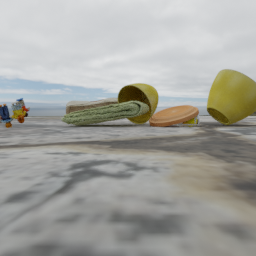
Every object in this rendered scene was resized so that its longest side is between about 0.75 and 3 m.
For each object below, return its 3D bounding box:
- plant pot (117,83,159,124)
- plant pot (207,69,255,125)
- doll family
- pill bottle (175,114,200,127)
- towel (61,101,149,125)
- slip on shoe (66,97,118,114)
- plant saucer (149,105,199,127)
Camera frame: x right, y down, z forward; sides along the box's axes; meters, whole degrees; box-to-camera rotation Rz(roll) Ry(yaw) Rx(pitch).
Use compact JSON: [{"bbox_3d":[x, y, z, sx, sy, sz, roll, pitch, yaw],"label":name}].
[{"bbox_3d":[0.598,-1.170,11.650,1.708,1.708,1.212,3,27,41],"label":"plant pot"},{"bbox_3d":[3.843,-0.981,10.583,2.049,1.454,2.049,39,-7,6],"label":"plant pot"},{"bbox_3d":[-2.572,-0.284,6.127,0.852,0.529,0.384,-15,26,-12],"label":"doll family"},{"bbox_3d":[2.016,-0.276,9.677,0.836,0.457,0.457,0,3,-6],"label":"pill bottle"},{"bbox_3d":[-0.740,-0.485,10.214,2.911,0.531,2.160,-10,1,12],"label":"towel"},{"bbox_3d":[-1.291,-0.717,12.252,2.804,0.850,1.066,-1,-30,-11],"label":"slip on shoe"},{"bbox_3d":[1.597,-0.477,9.933,1.784,0.288,1.784,-16,13,4],"label":"plant saucer"}]
